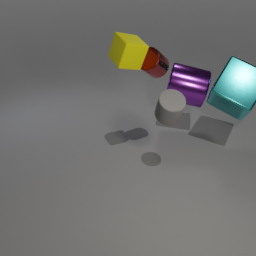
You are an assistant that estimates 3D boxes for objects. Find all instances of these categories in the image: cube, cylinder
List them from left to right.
[{"bbox_3d":[-0.003,-2.022,7.398,0.700,0.700,0.700,-3,41,-33],"label":"cube"},{"bbox_3d":[0.735,-1.877,8.076,0.700,0.700,0.700,22,2,33],"label":"cylinder"},{"bbox_3d":[1.096,-0.539,7.348,0.700,0.700,0.700,2,61,-4],"label":"cylinder"},{"bbox_3d":[2.209,-1.596,10.463,1.400,1.400,1.400,15,32,5],"label":"cylinder"},{"bbox_3d":[3.689,-1.304,9.519,1.400,1.400,1.400,31,-5,14],"label":"cube"}]
